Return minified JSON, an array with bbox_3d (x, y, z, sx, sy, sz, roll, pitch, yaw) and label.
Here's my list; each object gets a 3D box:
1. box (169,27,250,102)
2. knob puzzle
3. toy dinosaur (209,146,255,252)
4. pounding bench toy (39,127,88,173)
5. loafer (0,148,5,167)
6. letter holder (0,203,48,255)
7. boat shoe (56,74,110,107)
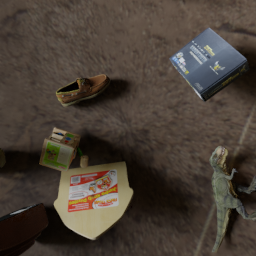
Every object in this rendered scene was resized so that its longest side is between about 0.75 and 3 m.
[{"bbox_3d":[2.133,-1.751,7.584,1.406,0.455,1.783,-36,50,11],"label":"box"},{"bbox_3d":[-0.897,1.957,7.516,2.370,0.329,2.370,-5,45,5],"label":"knob puzzle"},{"bbox_3d":[3.002,1.991,7.924,1.320,0.711,2.995,-1,88,10],"label":"toy dinosaur"},{"bbox_3d":[-1.634,0.636,7.814,1.261,0.983,0.783,18,111,-3],"label":"pounding bench toy"},{"bbox_3d":[-3.708,0.610,7.034,1.009,2.896,1.089,-20,88,-20],"label":"loafer"},{"bbox_3d":[-2.905,2.809,7.262,0.819,1.629,1.158,-20,85,27],"label":"letter holder"},{"bbox_3d":[-1.289,-1.167,8.108,1.613,0.548,0.580,-29,48,-4],"label":"boat shoe"}]
